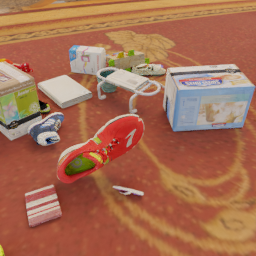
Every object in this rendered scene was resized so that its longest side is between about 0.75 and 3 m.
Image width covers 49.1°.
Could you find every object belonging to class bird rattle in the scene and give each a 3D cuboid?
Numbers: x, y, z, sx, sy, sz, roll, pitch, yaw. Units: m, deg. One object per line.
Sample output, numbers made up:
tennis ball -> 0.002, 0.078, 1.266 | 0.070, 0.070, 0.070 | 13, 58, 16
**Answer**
bird rattle -> -5.372, -2.673, 12.199 | 2.458, 1.385, 2.004 | -2, 20, -7

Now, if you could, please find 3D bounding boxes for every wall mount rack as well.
wall mount rack -> 0.242, -1.664, 11.011 | 2.837, 1.058, 2.465 | 27, 48, 31

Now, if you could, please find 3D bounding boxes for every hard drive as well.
hard drive -> -2.590, -1.531, 11.377 | 1.358, 0.270, 2.059 | -26, 43, -30

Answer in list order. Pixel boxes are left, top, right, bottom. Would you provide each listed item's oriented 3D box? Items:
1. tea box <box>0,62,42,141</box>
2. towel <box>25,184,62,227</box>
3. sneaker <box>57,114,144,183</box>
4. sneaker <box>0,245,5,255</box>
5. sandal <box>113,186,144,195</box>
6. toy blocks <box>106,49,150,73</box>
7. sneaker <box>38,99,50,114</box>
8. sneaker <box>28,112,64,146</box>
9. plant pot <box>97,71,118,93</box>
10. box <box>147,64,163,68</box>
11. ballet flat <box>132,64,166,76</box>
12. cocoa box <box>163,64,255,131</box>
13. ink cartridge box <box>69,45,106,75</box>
tea box -> -3.963, -0.945, 9.243 | 1.881, 1.850, 1.257 | 30, 45, 33
towel -> -2.100, 1.880, 6.895 | 0.766, 0.121, 1.064 | -15, 38, -17
sneaker -> -0.655, 0.633, 7.133 | 2.619, 1.008, 1.112 | -34, 14, 4
sneaker -> -2.663, 2.717, 5.561 | 0.390, 0.345, 0.932 | -8, 37, -18
sandal -> -0.015, 1.635, 7.131 | 0.820, 0.334, 0.202 | 10, 78, 12
toy blocks -> -0.215, -3.245, 13.269 | 2.048, 1.023, 1.400 | -17, 28, -21
sneaker -> -3.324, -0.890, 10.330 | 1.143, 0.473, 0.410 | 16, 39, 20
sneaker -> -2.382, 0.095, 9.012 | 1.022, 0.562, 1.396 | 35, 44, 26
plant pot -> -0.782, -1.862, 11.504 | 0.965, 0.647, 0.965 | 0, 37, 0
box -> 1.277, -2.860, 13.278 | 0.758, 0.157, 0.451 | 5, 37, 2
ballet flat -> 0.977, -2.657, 12.699 | 1.619, 0.505, 0.546 | -6, 37, -9
cocoa box -> 2.615, -1.033, 9.514 | 2.490, 1.660, 1.634 | -3, 37, -5
ink cartridge box -> -1.821, -3.085, 12.770 | 1.523, 1.101, 0.645 | 7, 37, 10
